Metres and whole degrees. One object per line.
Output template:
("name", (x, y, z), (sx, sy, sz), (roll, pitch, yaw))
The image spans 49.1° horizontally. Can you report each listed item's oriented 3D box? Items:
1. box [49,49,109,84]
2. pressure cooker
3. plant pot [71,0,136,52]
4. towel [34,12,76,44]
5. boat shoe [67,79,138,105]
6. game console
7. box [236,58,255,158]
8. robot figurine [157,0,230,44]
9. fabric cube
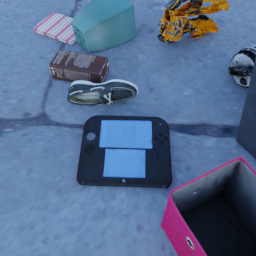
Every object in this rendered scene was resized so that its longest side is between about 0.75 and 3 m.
("box", (-1.412, -1.765, 8.249), (1.572, 0.589, 0.787), (11, 52, 11))
("pressure cooker", (3.533, -1.727, 7.881), (1.251, 1.100, 1.118), (-22, 65, -16))
("plant pot", (-0.847, -3.363, 9.125), (1.773, 1.252, 1.253), (-33, 59, -16))
("towel", (-2.307, -3.504, 9.850), (1.672, 0.250, 1.224), (23, 55, 14))
("boat shoe", (-0.687, -0.873, 7.505), (1.898, 0.718, 0.573), (-1, 50, 14))
("game console", (-0.059, 0.498, 6.622), (2.119, 0.329, 1.874), (1, 52, 2))
("box", (4.081, -0.731, 5.638), (2.915, 2.965, 1.838), (-31, 52, -14))
("robot figurine", (2.024, -3.466, 8.945), (2.372, 1.720, 0.691), (-20, 58, -23))
("fabric cube", (1.628, 1.752, 4.845), (1.576, 1.571, 1.546), (-21, 56, -16))
